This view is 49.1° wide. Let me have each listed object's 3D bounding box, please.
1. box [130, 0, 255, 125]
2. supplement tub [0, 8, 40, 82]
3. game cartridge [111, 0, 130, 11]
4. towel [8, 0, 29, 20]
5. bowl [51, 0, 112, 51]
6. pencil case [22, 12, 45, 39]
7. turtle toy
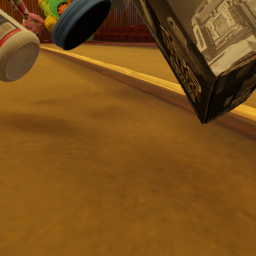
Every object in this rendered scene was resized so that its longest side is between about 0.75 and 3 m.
[{"bbox_3d":[0.503,-1.617,3.308,0.743,2.985,2.354,-29,-12,8],"label":"box"},{"bbox_3d":[-3.123,-2.072,6.403,1.888,1.325,1.325,37,27,4],"label":"supplement tub"},{"bbox_3d":[-0.998,-4.568,8.684,1.758,0.534,2.637,17,-3,23],"label":"game cartridge"},{"bbox_3d":[-2.153,-2.707,4.357,0.266,1.775,1.299,-28,67,-2],"label":"towel"},{"bbox_3d":[-1.131,-2.696,7.104,0.361,1.840,1.840,46,25,-3],"label":"bowl"},{"bbox_3d":[-3.170,-2.681,8.756,0.735,1.775,0.768,26,15,5],"label":"pencil case"},{"bbox_3d":[-1.935,-3.529,9.177,1.060,1.528,2.097,-31,-30,14],"label":"turtle toy"}]
